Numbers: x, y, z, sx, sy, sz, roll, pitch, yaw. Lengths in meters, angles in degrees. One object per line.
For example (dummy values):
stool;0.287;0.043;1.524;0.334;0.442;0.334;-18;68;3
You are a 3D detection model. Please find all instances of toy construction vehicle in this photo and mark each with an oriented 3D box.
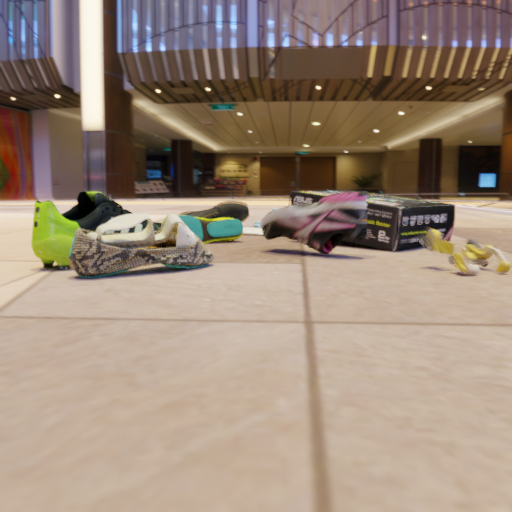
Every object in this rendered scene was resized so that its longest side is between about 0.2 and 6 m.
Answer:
toy construction vehicle;3.508;-0.089;9.406;1.044;0.422;1.199;11;21;-19

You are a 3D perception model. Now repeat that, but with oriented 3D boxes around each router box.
router box;2.777;-0.950;13.727;2.455;1.018;3.276;-6;15;-43

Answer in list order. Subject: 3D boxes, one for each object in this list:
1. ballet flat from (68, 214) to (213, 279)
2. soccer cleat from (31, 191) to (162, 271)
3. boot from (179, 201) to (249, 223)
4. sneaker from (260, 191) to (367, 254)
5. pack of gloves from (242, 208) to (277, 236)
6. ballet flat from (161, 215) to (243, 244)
ballet flat;-1.753;-0.228;9.249;2.615;0.985;0.887;-5;28;-36
soccer cleat;-2.712;-0.565;10.595;1.102;1.323;3.264;5;9;33
boot;-1.281;-0.948;15.927;2.211;0.856;1.529;-15;12;3
sneaker;1.147;-0.539;11.469;2.524;1.090;1.014;-13;-6;44
pack of gloves;1.124;-1.022;16.568;3.585;0.707;3.012;4;8;28
ballet flat;-1.366;-0.572;13.679;2.193;0.733;0.735;-1;-14;-30
